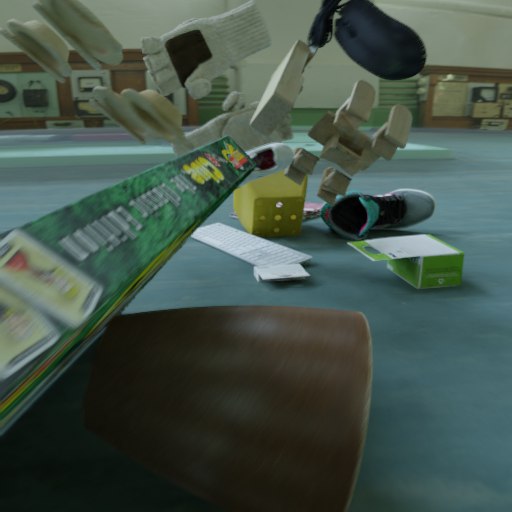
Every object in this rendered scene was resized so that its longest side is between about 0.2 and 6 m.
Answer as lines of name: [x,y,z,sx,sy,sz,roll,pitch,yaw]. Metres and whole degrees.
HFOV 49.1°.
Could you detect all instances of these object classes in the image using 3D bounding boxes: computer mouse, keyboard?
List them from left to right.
keyboard: [-0.297,-0.228,11.617,0.963,0.182,3.420,-12,20,-33]
computer mouse: [1.340,-2.641,6.902,1.541,1.067,0.406,34,55,7]

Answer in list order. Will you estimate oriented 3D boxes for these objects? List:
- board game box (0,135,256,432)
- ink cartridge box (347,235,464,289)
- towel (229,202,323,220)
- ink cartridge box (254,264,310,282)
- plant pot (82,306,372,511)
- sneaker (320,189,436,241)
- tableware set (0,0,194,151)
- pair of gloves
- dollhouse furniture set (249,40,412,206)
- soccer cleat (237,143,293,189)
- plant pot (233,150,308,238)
board game box: [-1.629,0.472,4.999,0.698,3.118,5.951,41,19,-5]
ink cartridge box: [2.540,0.112,9.731,1.633,0.619,1.207,-5,18,-12]
towel: [0.648,-1.184,14.684,1.637,0.259,2.273,13,21,40]
ink cartridge box: [0.439,0.343,9.688,0.840,0.188,0.740,-4,17,-11]
plant pot: [-0.268,1.050,4.136,1.799,1.681,1.681,12,17,-2]
sneaker: [2.688,-0.979,12.434,2.611,1.092,1.577,-5,11,13]
tableware set: [-2.618,-2.939,9.439,3.235,0.449,3.873,42,-12,-30]
pair of gloves: [-0.666,-3.158,11.004,2.545,2.993,0.525,-19,19,-5]
dollhouse furniture set: [1.176,-2.297,9.390,2.162,1.986,1.407,30,56,-13]
soccer cleat: [-0.174,-1.539,9.553,1.661,0.580,0.717,-17,1,30]
plant pot: [0.379,-1.298,12.672,1.651,1.650,1.456,-2,42,-7]
